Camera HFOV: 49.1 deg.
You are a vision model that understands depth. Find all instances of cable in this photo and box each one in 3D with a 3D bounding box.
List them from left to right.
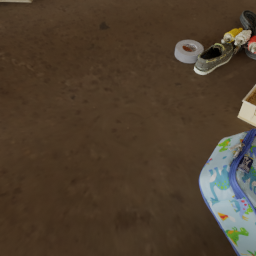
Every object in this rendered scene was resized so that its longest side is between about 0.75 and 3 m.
[{"bbox_3d":[4.245,-3.326,9.562,1.425,0.739,2.935,27,56,14],"label":"cable"}]

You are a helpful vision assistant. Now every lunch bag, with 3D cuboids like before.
[{"bbox_3d":[2.241,1.186,4.873,1.713,0.879,2.131,-39,101,-43],"label":"lunch bag"}]

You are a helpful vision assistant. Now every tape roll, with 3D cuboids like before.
[{"bbox_3d":[2.000,-2.515,9.182,0.902,0.298,0.902,1,50,-1],"label":"tape roll"}]

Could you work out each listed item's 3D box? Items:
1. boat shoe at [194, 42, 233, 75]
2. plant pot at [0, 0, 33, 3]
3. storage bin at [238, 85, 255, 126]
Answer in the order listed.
[{"bbox_3d":[2.793,-2.321,8.863,1.797,0.537,0.642,-37,59,-26],"label":"boat shoe"},{"bbox_3d":[-4.649,-5.740,11.033,1.695,1.852,1.852,5,50,-9],"label":"plant pot"},{"bbox_3d":[3.870,-0.579,7.362,1.379,0.651,1.389,32,57,24],"label":"storage bin"}]
